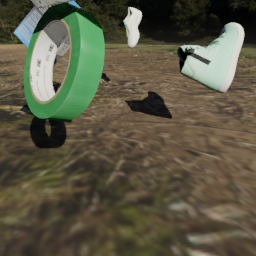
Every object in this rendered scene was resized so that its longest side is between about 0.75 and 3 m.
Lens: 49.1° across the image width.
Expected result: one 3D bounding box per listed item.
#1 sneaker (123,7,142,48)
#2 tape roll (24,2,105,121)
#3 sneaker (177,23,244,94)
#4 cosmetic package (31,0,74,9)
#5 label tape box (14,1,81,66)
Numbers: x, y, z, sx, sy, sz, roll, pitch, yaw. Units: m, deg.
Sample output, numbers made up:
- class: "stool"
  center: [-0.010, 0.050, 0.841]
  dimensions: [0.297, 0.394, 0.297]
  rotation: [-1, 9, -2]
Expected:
- class: "sneaker"
  center: [0.072, -3.790, 10.551]
  dimensions: [0.654, 1.478, 0.556]
  rotation: [11, -6, -43]
- class: "tape roll"
  center: [-0.903, -0.846, 3.705]
  dimensions: [0.359, 1.494, 1.494]
  rotation: [6, 11, -43]
- class: "sneaker"
  center: [1.875, -1.897, 6.498]
  dimensions: [1.285, 0.802, 2.178]
  rotation: [22, 57, 0]
- class: "cosmetic package"
  center: [-0.372, -2.287, 2.901]
  dimensions: [1.614, 0.996, 1.620]
  rotation: [6, 60, 35]
- class: "label tape box"
  center: [-2.182, -2.980, 8.210]
  dimensions: [1.408, 1.952, 0.618]
  rotation: [48, 15, 5]
